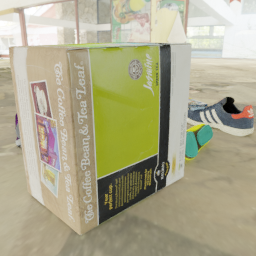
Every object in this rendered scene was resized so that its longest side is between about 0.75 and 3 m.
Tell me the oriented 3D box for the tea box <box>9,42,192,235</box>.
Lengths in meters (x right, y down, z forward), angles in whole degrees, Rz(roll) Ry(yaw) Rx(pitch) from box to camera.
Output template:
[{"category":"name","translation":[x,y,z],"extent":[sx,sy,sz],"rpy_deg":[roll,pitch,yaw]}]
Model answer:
[{"category":"tea box","translation":[-0.387,-0.145,5.247],"extent":[2.742,2.787,1.862],"rpy_deg":[-17,24,-42]}]

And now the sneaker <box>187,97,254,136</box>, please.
[{"category":"sneaker","translation":[2.974,-0.561,9.420],"extent":[2.589,1.094,0.970],"rpy_deg":[16,24,42]}]

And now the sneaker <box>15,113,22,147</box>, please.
[{"category":"sneaker","translation":[-3.027,-0.229,8.525],"extent":[0.845,0.994,2.272],"rpy_deg":[-7,19,-20]}]

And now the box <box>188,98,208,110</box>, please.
[{"category":"box","translation":[2.552,-1.041,12.246],"extent":[1.083,0.299,1.585],"rpy_deg":[-6,19,-19]}]

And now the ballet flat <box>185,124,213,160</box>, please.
[{"category":"ballet flat","translation":[1.579,0.373,7.375],"extent":[0.730,0.727,2.177],"rpy_deg":[-14,4,36]}]
